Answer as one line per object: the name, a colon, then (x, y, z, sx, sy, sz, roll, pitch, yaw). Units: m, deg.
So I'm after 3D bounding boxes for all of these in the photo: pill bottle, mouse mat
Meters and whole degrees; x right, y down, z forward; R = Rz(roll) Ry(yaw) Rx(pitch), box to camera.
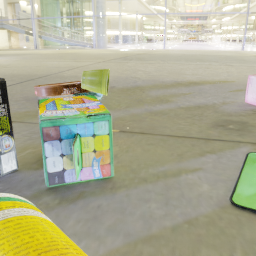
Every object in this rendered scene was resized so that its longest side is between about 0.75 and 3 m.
pill bottle: (-0.769, 1.576, 2.261, 1.312, 1.312, 2.326, -18, 28, -41)
mouse mat: (3.248, 1.120, 5.452, 2.066, 0.097, 2.568, 10, 23, 28)

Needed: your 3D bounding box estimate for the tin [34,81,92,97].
tin: (-2.903, -1.846, 13.042, 2.800, 0.586, 1.568, -11, 19, -25)

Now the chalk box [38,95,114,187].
chalk box: (-1.109, 0.250, 5.944, 1.409, 1.419, 2.273, -7, 21, -17)

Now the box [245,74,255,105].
box: (5.703, -1.406, 11.017, 1.007, 1.182, 1.848, -7, 20, -20)

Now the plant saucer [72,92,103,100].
plant saucer: (-1.793, -1.383, 12.481, 1.337, 0.183, 1.337, 0, 20, 0)

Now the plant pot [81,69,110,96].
plant pot: (-1.277, -1.834, 10.945, 1.015, 1.054, 1.054, 5, 19, -1)

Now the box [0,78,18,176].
box: (-3.153, -0.131, 6.084, 1.617, 2.018, 0.447, 13, 23, 34)
